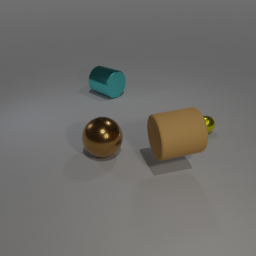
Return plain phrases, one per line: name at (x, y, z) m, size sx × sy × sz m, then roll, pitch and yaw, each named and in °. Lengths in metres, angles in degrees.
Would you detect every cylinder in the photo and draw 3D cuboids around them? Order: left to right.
cylinder at (-1.070, -2.396, 14.446) m, size 1.400 × 1.400 × 1.400 m, roll 23°, pitch 37°, yaw 36°
cylinder at (1.443, 0.169, 8.417) m, size 1.400 × 1.400 × 1.400 m, roll -10°, pitch 31°, yaw -11°

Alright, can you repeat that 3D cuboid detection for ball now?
ball at (-0.874, 0.313, 9.607) m, size 1.400 × 1.400 × 1.400 m, roll 0°, pitch 29°, yaw 0°
ball at (3.104, -0.143, 11.133) m, size 0.700 × 0.700 × 0.700 m, roll 0°, pitch 29°, yaw 0°
